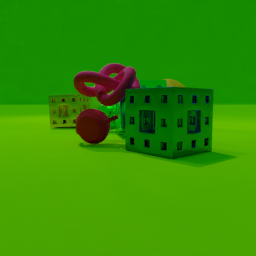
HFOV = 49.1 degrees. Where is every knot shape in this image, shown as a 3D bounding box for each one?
[{"bbox_3d":[-0.270,-0.895,5.462,1.343,0.621,1.257,10,26,36],"label":"knot shape"}]

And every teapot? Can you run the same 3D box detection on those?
[{"bbox_3d":[-0.648,-0.045,5.285,1.082,0.673,0.530,-18,7,29],"label":"teapot"},{"bbox_3d":[-0.931,-1.023,10.139,1.143,1.838,0.900,11,-16,-10],"label":"teapot"}]

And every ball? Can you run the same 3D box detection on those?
[{"bbox_3d":[-0.479,-0.335,7.591,0.780,0.780,0.780,0,5,0],"label":"ball"}]

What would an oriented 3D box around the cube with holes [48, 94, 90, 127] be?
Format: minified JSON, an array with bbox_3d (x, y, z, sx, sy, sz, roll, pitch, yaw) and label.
[{"bbox_3d":[-1.842,-0.549,8.959,0.980,0.980,0.980,-2,3,12],"label":"cube with holes"}]

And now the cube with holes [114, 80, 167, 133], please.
[{"bbox_3d":[0.278,-0.479,6.757,1.105,1.105,1.105,-3,-4,-9],"label":"cube with holes"}]

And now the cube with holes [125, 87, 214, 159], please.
[{"bbox_3d":[0.666,-0.128,4.590,1.014,1.014,1.014,-5,7,-41],"label":"cube with holes"}]

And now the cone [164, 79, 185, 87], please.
[{"bbox_3d":[1.000,-0.503,9.111,1.670,1.670,1.677,5,32,44],"label":"cone"}]
